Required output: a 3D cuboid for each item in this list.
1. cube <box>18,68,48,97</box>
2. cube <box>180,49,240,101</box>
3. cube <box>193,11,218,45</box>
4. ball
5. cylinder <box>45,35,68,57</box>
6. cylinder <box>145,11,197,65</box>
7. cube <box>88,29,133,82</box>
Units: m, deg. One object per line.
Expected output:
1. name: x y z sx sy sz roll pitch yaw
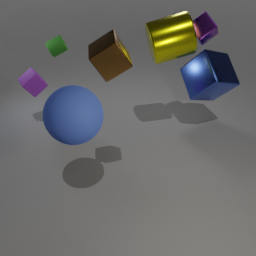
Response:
1. cube: -3.657 -1.756 10.779 0.700 0.700 0.700 -43 46 -2
2. cube: 3.131 -1.987 10.818 1.400 1.400 1.400 -2 69 -35
3. cube: 2.600 -3.406 9.627 0.700 0.700 0.700 58 17 12
4. ball: -1.280 -0.298 6.592 1.400 1.400 1.400 0 32 0
5. cylinder: -3.078 -3.534 12.114 0.700 0.700 0.700 -28 35 3
6. cylinder: 1.416 -2.991 9.359 1.400 1.400 1.400 -16 33 3
7. cube: -0.399 -1.594 6.187 0.700 0.700 0.700 -28 39 15
